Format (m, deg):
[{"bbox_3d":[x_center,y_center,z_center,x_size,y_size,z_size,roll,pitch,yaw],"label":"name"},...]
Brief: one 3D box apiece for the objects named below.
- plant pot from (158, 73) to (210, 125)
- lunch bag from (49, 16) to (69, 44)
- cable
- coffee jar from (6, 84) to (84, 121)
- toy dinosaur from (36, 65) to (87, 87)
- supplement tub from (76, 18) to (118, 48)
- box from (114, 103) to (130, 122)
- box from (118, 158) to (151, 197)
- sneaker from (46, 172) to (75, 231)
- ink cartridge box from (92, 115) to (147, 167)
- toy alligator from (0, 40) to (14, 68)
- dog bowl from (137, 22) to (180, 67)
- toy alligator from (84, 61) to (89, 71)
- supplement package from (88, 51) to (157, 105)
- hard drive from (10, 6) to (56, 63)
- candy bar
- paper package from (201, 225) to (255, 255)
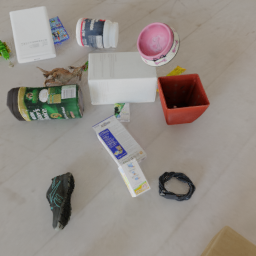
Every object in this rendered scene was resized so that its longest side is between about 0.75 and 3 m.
[{"bbox_3d":[2.126,-1.038,11.518,1.707,1.504,1.706,-6,56,-6],"label":"plant pot"},{"bbox_3d":[-3.893,-4.980,14.809,1.146,0.716,1.522,-26,72,-18],"label":"lunch bag"},{"bbox_3d":[1.768,2.094,10.158,1.332,0.338,1.087,3,51,5],"label":"cable"},{"bbox_3d":[-3.336,-1.013,11.491,2.902,1.513,1.238,-3,70,-1],"label":"coffee jar"},{"bbox_3d":[-3.008,-2.456,12.871,2.291,0.983,1.553,19,53,23],"label":"toy dinosaur"},{"bbox_3d":[-1.524,-4.770,14.140,1.948,1.367,1.367,6,56,4],"label":"supplement tub"},{"bbox_3d":[-0.258,-0.681,12.091,0.664,0.167,0.920,-1,55,-1],"label":"box"},{"bbox_3d":[0.214,1.775,9.916,0.606,0.673,1.196,-25,79,-16],"label":"box"},{"bbox_3d":[-2.382,2.527,9.660,0.828,0.788,2.089,-6,47,8],"label":"sneaker"},{"bbox_3d":[-0.373,0.566,11.099,1.096,0.429,2.314,-30,63,-18],"label":"ink cartridge box"},{"bbox_3d":[-6.245,-3.870,13.999,0.641,0.587,2.163,-29,61,-18],"label":"toy alligator"},{"bbox_3d":[0.861,-2.578,8.493,1.333,0.491,1.333,-5,80,27],"label":"dog bowl"},{"bbox_3d":[-1.973,-3.170,13.729,0.273,0.250,0.920,14,57,9],"label":"toy alligator"},{"bbox_3d":[-0.243,-2.165,12.192,2.807,1.647,1.641,-2,56,-2],"label":"supplement package"},{"bbox_3d":[-4.809,-4.729,14.147,1.836,0.371,2.783,-13,78,-7],"label":"hard drive"},{"bbox_3d":[1.963,-2.344,13.183,0.511,0.227,2.051,36,63,26],"label":"candy bar"},{"bbox_3d":[3.007,4.407,8.036,2.147,1.165,2.253,34,62,21],"label":"paper package"}]
